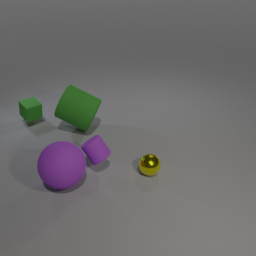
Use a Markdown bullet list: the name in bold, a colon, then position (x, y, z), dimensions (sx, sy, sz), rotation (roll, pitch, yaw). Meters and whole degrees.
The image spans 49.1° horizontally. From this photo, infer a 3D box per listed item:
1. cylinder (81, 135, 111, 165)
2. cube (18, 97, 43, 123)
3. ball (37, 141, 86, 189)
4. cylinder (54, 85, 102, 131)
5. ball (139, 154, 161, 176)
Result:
- **cylinder**: position (-1.008, 0.687, 8.866), dimensions (0.700, 0.700, 0.700), rotation (-32, 12, 8)
- **cube**: position (-4.049, -0.767, 11.660), dimensions (0.700, 0.700, 0.700), rotation (-24, 48, -37)
- **ball**: position (-1.947, 1.085, 8.262), dimensions (1.400, 1.400, 1.400), rotation (0, 30, 0)
- **cylinder**: position (-1.953, -0.783, 11.035), dimensions (1.400, 1.400, 1.400), rotation (26, 31, -6)
- **ball**: position (0.699, 1.175, 8.972), dimensions (0.700, 0.700, 0.700), rotation (0, 30, 0)
